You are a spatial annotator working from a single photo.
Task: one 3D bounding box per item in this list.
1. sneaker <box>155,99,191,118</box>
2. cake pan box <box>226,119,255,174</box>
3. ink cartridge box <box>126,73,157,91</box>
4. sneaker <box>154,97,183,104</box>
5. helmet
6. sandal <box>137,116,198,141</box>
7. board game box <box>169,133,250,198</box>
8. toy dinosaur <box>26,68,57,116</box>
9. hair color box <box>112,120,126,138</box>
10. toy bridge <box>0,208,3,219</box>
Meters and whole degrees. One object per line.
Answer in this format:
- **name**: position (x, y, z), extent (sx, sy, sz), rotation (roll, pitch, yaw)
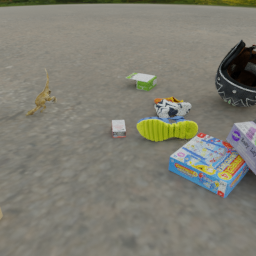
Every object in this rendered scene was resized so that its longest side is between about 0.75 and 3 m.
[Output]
- **sneaker**: position (1.771, -0.906, 11.518), extent (1.487, 0.593, 0.968), rotation (-20, 43, -13)
- **cake pan box**: position (4.616, 0.785, 7.859), extent (2.617, 0.743, 2.841), rotation (-4, 41, -21)
- **ink cartridge box**: position (0.663, -2.353, 14.122), extent (1.309, 0.496, 0.968), rotation (15, 34, 26)
- **sneaker**: position (1.764, -1.154, 12.062), extent (1.312, 0.506, 0.479), rotation (11, 33, 21)
- **helmet**: position (4.916, -2.115, 11.743), extent (2.617, 2.495, 2.617), rotation (25, 13, -6)
- **sandal**: position (1.338, -0.042, 9.955), extent (2.107, 0.837, 0.917), rotation (4, 23, -7)
- **board game box**: position (2.486, 1.000, 8.331), extent (1.817, 0.519, 1.856), rotation (23, 38, 35)
- **toy dinosaur**: position (-3.343, -1.282, 11.265), extent (0.608, 2.088, 1.056), rotation (30, 9, 14)
- **hair color box**: position (-0.340, 0.017, 10.276), extent (0.473, 0.273, 0.853), rotation (-2, 29, -4)
- **toy bridge**: position (-3.436, 2.379, 5.613), extent (0.363, 0.896, 2.667), rotation (4, 31, 9)
